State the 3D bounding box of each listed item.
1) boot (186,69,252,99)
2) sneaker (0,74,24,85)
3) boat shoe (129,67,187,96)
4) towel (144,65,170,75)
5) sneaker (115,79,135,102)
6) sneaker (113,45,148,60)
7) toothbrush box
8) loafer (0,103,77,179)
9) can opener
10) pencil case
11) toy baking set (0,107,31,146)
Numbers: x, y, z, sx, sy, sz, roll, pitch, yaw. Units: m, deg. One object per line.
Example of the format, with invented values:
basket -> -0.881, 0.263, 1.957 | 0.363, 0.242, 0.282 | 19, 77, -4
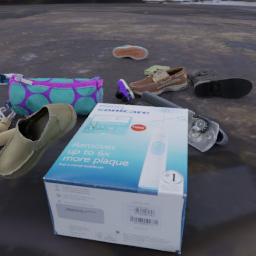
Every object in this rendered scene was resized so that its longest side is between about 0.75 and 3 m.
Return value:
boot -> 3.107, -1.705, 9.853 | 2.070, 0.717, 1.802 | 1, 29, 7
sneaker -> -4.498, -1.865, 10.569 | 1.081, 0.405, 0.469 | -4, 21, -24
boat shoe -> 1.050, -1.671, 9.674 | 2.268, 0.814, 0.859 | -15, 32, -26
towel -> 1.218, -2.366, 11.621 | 0.813, 0.200, 1.096 | 14, 32, 25
sneaker -> -0.212, -1.184, 8.997 | 0.506, 0.354, 1.017 | -28, 46, -5
sneaker -> 0.198, -3.804, 13.799 | 1.816, 0.648, 0.726 | 10, 34, 21
toothbrush box -> 0.053, 0.624, 5.068 | 1.992, 1.161, 2.722 | 5, 28, 11
loafer -> -1.800, 0.181, 5.068 | 0.728, 1.916, 0.646 | 53, 12, 30
can opener -> 1.331, -0.195, 7.341 | 0.911, 0.727, 2.725 | 20, 10, -41
pencil case -> -1.983, -0.928, 7.825 | 2.573, 1.189, 1.095 | 0, 55, -5
toy baking set -> -3.361, -0.087, 7.283 | 2.537, 0.295, 1.947 | -22, 36, -35
